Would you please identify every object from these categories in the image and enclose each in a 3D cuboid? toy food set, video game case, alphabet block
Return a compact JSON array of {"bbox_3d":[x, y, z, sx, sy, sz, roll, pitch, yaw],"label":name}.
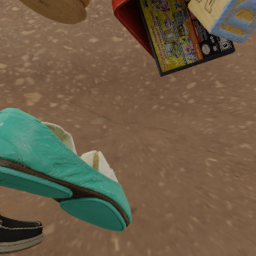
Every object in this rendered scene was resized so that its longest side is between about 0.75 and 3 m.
[{"bbox_3d":[-2.244,-3.720,7.769,2.412,2.436,0.593,21,86,-10],"label":"toy food set"},{"bbox_3d":[1.523,-2.799,7.592,2.071,0.292,2.291,-18,88,5],"label":"video game case"},{"bbox_3d":[2.302,-2.837,6.362,1.176,1.182,1.204,5,46,-32],"label":"alphabet block"}]

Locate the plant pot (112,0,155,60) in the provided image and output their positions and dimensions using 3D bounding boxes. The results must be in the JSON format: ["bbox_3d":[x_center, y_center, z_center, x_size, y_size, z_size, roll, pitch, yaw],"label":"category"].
[{"bbox_3d":[1.220,-4.064,7.965,2.978,2.976,2.625,-31,57,20],"label":"plant pot"}]

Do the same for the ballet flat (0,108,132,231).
[{"bbox_3d":[-0.724,0.623,3.847,0.954,2.833,0.997,-11,55,29],"label":"ballet flat"}]

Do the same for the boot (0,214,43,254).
[{"bbox_3d":[-2.200,0.797,3.992,2.372,0.868,1.786,19,68,-37],"label":"boot"}]
